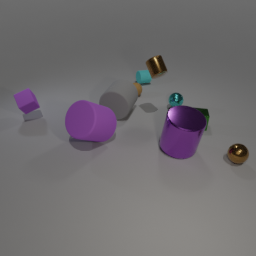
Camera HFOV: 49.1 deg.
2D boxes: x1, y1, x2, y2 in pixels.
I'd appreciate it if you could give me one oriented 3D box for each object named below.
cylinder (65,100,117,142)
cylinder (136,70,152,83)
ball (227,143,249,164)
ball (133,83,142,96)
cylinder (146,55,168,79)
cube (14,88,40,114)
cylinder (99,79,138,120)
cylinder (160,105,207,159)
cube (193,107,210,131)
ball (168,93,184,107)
[{"bbox_3d":[-1.358,-0.224,10.400,1.400,1.400,1.400,21,4,30],"label":"cylinder"},{"bbox_3d":[0.889,-2.870,15.657,0.700,0.700,0.700,-9,33,-23],"label":"cylinder"},{"bbox_3d":[3.786,0.876,9.631,0.700,0.700,0.700,0,32,0],"label":"ball"},{"bbox_3d":[0.384,-1.977,14.377,0.700,0.700,0.700,0,32,0],"label":"ball"},{"bbox_3d":[1.140,-2.420,11.151,0.700,0.700,0.700,-21,-5,-2],"label":"cylinder"},{"bbox_3d":[-4.290,-1.132,11.899,0.700,0.700,0.700,-27,71,-5],"label":"cube"},{"bbox_3d":[-0.395,-1.297,12.567,1.400,1.400,1.400,9,34,15],"label":"cylinder"},{"bbox_3d":[1.943,0.143,10.055,1.400,1.400,1.400,5,42,-4],"label":"cylinder"},{"bbox_3d":[2.985,-0.381,11.785,0.700,0.700,0.700,6,32,5],"label":"cube"},{"bbox_3d":[2.230,-1.298,13.019,0.700,0.700,0.700,0,32,0],"label":"ball"}]
